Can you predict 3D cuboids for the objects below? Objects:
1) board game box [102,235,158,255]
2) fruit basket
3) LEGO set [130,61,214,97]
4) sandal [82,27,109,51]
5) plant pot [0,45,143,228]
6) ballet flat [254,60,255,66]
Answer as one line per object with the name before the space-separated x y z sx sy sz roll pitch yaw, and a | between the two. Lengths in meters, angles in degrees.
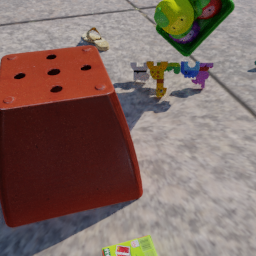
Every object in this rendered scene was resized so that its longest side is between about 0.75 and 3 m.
board game box | 0.227 2.761 4.529 0.919 0.431 1.810 -11 42 -12
fruit basket | 1.731 -3.204 8.119 1.669 2.314 2.314 41 47 -4
LEGO set | 1.376 -1.598 9.221 2.768 1.136 1.056 3 10 11
sandal | -1.403 -4.039 12.150 0.732 0.657 1.998 -22 46 -24
plant pot | -1.428 -0.123 6.177 2.975 2.624 2.978 -10 42 -12
ballet flat | 5.237 -2.395 10.571 1.017 0.353 0.353 8 42 3
